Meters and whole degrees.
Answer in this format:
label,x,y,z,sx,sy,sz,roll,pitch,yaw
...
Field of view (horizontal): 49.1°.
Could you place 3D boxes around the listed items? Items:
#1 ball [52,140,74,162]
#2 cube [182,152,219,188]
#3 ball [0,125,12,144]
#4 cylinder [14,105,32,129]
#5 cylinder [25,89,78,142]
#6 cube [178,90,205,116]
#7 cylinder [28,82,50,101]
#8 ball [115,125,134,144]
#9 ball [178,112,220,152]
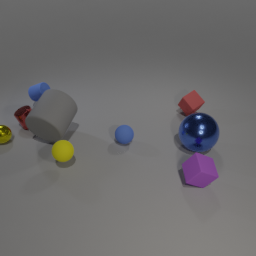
label,x,y,z,sx,sy,sz,roll,pitch,yaw
ball,-2.085,0.736,8.966,0.700,0.700,0.700,0,33,0
cube,2.159,1.279,8.431,0.700,0.700,0.700,20,42,-25
ball,-4.666,0.226,10.349,0.700,0.700,0.700,0,33,0
cylinder,-4.044,-0.423,11.165,0.700,0.700,0.700,-15,36,12
cylinder,-2.735,-0.445,10.119,1.400,1.400,1.400,11,53,15
cube,2.668,-1.042,11.848,0.700,0.700,0.700,-33,76,-19
cylinder,-3.866,-1.580,12.273,0.700,0.700,0.700,-13,27,27
ball,-0.133,0.231,10.258,0.700,0.700,0.700,0,33,0
ball,2.482,0.153,9.833,1.400,1.400,1.400,0,33,0
